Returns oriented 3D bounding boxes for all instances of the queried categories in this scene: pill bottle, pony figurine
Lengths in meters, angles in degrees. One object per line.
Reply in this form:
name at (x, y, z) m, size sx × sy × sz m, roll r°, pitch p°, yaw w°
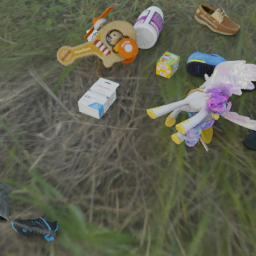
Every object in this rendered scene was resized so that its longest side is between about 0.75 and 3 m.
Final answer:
pill bottle at (0.853, -4.177, 11.492) m, size 1.067 × 1.067 × 1.900 m, roll 14°, pitch 51°, yaw 12°
pony figurine at (2.325, -0.672, 7.888) m, size 2.779 × 2.314 × 2.683 m, roll -35°, pitch 33°, yaw -14°

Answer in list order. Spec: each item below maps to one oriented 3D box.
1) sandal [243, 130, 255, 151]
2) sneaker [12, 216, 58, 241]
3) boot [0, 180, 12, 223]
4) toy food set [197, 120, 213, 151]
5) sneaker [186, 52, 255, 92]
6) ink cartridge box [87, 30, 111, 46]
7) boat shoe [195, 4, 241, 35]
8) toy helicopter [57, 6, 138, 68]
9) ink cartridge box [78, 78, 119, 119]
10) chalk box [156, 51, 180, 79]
sandal at (4.056, 0.044, 8.327) m, size 0.635 × 0.404 × 1.689 m, roll 34°, pitch 58°, yaw 25°
sneaker at (-2.145, 2.282, 6.500) m, size 1.069 × 0.392 × 0.438 m, roll 15°, pitch 39°, yaw 2°
boot at (-3.156, 1.693, 6.648) m, size 0.349 × 0.874 × 0.961 m, roll -35°, pitch 37°, yaw 25°
toy food set at (2.163, 0.168, 8.195) m, size 0.329 × 0.593 × 1.008 m, roll -19°, pitch 30°, yaw 41°
sneaker at (3.409, -2.099, 9.834) m, size 2.666 × 0.879 × 1.045 m, roll 22°, pitch 53°, yaw 18°
ink cartridge box at (-1.115, -3.290, 10.913) m, size 0.455 × 0.789 × 1.080 m, roll -30°, pitch 55°, yaw -22°
boat shoe at (3.836, -4.718, 12.113) m, size 2.157 × 0.796 × 0.816 m, roll 36°, pitch 58°, yaw 27°
toy helicopter at (-1.138, -3.042, 9.990) m, size 2.943 × 1.161 × 1.946 m, roll -18°, pitch 94°, yaw -2°
ink cartridge box at (-0.916, -0.993, 9.170) m, size 0.789 × 0.461 × 1.360 m, roll 22°, pitch 53°, yaw 18°
chalk box at (1.509, -2.361, 10.253) m, size 0.589 × 0.586 × 0.946 m, roll 25°, pitch 55°, yaw 19°
